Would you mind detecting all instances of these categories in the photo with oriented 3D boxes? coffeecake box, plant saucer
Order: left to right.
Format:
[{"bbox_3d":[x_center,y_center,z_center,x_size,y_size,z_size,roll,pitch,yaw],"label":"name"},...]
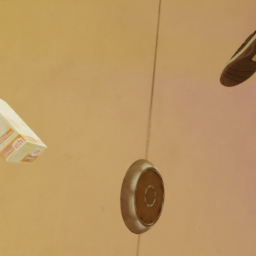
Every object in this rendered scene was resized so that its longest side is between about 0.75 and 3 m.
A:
[{"bbox_3d":[-2.924,0.004,6.703,0.639,1.344,1.750,-44,81,-5],"label":"coffeecake box"},{"bbox_3d":[0.277,1.028,4.228,0.180,1.120,1.120,-5,67,36],"label":"plant saucer"}]

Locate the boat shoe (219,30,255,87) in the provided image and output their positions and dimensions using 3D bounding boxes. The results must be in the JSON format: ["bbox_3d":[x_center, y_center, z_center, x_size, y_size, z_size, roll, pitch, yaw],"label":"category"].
[{"bbox_3d":[3.197,-1.932,7.377,0.743,2.012,0.744,29,46,-11],"label":"boat shoe"}]
